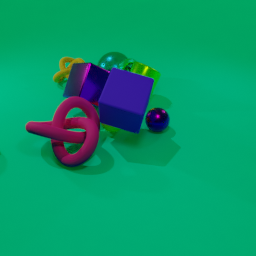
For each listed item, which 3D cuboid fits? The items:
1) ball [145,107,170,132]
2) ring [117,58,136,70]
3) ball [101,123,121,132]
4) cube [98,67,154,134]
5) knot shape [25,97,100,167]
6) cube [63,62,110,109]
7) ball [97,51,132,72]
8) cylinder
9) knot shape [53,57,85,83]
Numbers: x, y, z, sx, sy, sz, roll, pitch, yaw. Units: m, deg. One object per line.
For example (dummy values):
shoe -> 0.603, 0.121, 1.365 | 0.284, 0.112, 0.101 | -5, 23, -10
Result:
ball -> 0.872, -0.246, 8.299 | 0.736, 0.736, 0.736 | 0, 35, 0
ring -> -0.013, -1.896, 9.963 | 1.164, 1.164, 0.233 | -29, 44, -35
ball -> -0.448, -0.255, 8.274 | 0.754, 0.754, 0.754 | 0, 35, 0
cube -> -0.057, -0.703, 7.431 | 1.138, 1.138, 1.138 | 17, 65, 4
knot shape -> -1.489, -0.043, 7.524 | 2.047, 0.946, 1.915 | 25, 46, 16
cube -> -1.181, -1.311, 8.854 | 1.145, 1.145, 1.145 | 19, -3, -38
ball -> -0.503, -2.145, 10.471 | 1.382, 1.382, 1.382 | 0, 35, 0
cylinder -> 0.449, -1.584, 9.598 | 1.052, 1.052, 1.052 | 25, 6, -3
knot shape -> -2.331, -2.207, 10.948 | 1.351, 0.667, 1.444 | -36, 44, -11
